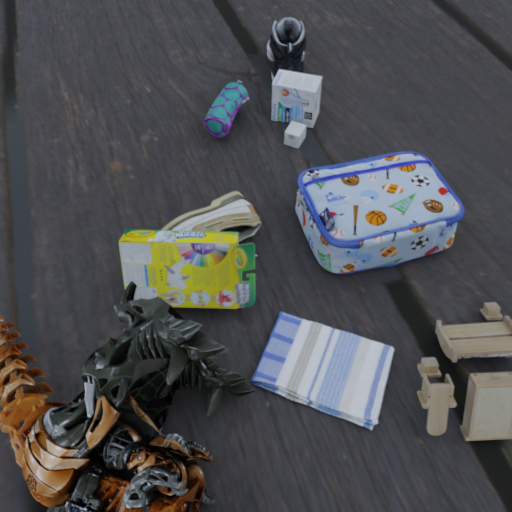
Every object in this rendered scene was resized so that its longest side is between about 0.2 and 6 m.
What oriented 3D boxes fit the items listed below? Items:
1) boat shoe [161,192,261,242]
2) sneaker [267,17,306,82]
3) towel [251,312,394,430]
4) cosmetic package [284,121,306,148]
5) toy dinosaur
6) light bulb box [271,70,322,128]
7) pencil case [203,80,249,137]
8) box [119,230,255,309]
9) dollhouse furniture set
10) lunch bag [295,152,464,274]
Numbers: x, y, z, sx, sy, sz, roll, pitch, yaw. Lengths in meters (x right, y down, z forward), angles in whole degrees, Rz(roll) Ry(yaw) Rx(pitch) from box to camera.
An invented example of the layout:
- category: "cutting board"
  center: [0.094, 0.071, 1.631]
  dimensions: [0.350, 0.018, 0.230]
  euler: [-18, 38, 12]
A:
- category: "boat shoe"
  center: [-1.070, -0.373, 11.518]
  dimensions: [2.684, 1.003, 0.918]
  euler: [-35, 67, -24]
- category: "sneaker"
  center: [0.884, -6.010, 15.613]
  dimensions: [1.088, 1.641, 2.883]
  euler: [-2, 52, -1]
- category: "towel"
  center: [1.242, 1.988, 10.159]
  dimensions: [2.318, 0.276, 1.702]
  euler: [17, 53, 13]
- category: "cosmetic package"
  center: [0.979, -3.043, 14.057]
  dimensions: [0.406, 0.404, 0.485]
  euler: [21, 55, 16]
- category: "toy dinosaur"
  center: [-2.149, 2.623, 8.308]
  dimensions: [5.724, 2.924, 3.885]
  euler: [39, 76, 3]
- category: "light bulb box"
  center: [1.023, -4.026, 14.367]
  dimensions: [1.147, 1.137, 0.716]
  euler: [13, 52, 12]
- category: "pencil case"
  center: [-0.732, -3.716, 14.173]
  dimensions: [0.725, 0.667, 1.568]
  euler: [17, 56, 13]
- category: "box"
  center: [-1.234, 0.252, 10.530]
  dimensions: [2.470, 1.449, 0.597]
  euler: [3, 28, 4]
- category: "dollhouse furniture set"
  center: [3.713, 2.007, 10.105]
  dimensions: [2.096, 1.200, 2.457]
  euler: [-3, 26, 1]
- category: "lunch bag"
  center: [2.462, -1.057, 11.987]
  dimensions: [3.289, 1.243, 2.636]
  euler: [-10, 51, -9]
